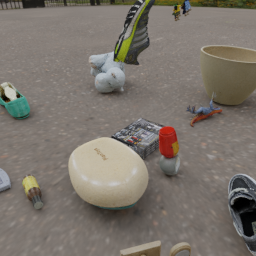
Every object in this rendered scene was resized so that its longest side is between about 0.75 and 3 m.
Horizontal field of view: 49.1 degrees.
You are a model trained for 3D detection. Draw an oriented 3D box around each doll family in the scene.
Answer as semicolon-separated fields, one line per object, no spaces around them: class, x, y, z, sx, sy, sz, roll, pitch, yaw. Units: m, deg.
doll family;2.223;-4.964;11.561;1.128;0.652;0.443;-14;-12;39

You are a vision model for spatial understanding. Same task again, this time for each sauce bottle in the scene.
sauce bottle;-2.367;1.581;6.978;0.354;0.354;1.096;-15;32;-25

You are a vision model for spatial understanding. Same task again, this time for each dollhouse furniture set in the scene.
dollhouse furniture set;0.885;2.678;3.981;1.606;1.376;1.689;-8;30;-15

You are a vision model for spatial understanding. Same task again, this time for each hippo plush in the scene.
hippo plush;-0.647;-2.486;13.242;2.392;1.905;1.923;-18;58;14

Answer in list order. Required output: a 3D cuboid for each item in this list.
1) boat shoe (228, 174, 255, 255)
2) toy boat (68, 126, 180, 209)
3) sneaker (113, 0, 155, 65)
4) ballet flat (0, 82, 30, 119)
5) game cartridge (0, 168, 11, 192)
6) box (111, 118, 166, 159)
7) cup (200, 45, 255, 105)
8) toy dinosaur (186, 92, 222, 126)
boat shoe;2.566;1.674;6.161;0.800;0.756;2.230;-32;21;27
toy boat;0.072;1.047;7.181;2.994;1.391;2.517;-20;30;-18
sneaker;0.221;-2.025;5.888;0.619;1.530;0.565;16;27;-23
ballet flat;-4.771;-1.317;11.438;0.959;1.002;2.848;-25;37;-28
game cartridge;-3.516;1.411;7.476;0.616;0.189;0.926;-24;37;-30
box;0.459;0.283;9.220;1.291;0.407;1.637;20;35;32
cup;4.338;-2.168;11.834;2.841;2.032;2.841;3;28;-2
toy dinosaur;3.003;-0.576;10.857;1.425;1.570;0.824;14;-16;-15
